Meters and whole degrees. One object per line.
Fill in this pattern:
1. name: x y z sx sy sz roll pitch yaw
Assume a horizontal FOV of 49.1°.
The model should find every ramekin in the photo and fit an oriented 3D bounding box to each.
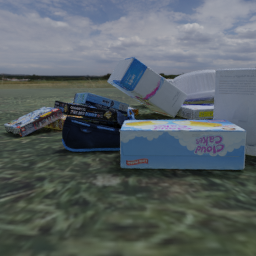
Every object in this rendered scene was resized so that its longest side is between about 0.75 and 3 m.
1. ramekin: 3.299 -1.827 13.270 2.768 1.289 2.768 -8 -4 -1

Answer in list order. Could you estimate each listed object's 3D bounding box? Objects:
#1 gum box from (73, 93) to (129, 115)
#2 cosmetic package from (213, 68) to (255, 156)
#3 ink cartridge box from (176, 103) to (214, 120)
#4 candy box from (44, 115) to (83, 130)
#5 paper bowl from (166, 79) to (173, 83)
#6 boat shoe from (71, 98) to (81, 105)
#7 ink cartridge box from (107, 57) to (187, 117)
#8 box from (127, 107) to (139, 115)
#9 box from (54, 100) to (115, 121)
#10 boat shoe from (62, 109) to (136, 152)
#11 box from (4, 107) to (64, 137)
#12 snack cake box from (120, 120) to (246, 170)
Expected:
1. gum box: -1.154 -0.998 11.443 1.739 0.456 2.046 14 -1 -23
2. cosmetic package: 2.736 -0.350 5.740 1.695 1.700 1.045 9 13 38
3. ink cartridge box: 3.060 -0.729 11.590 2.201 0.517 2.176 -1 9 -18
4. candy box: -2.124 -0.198 8.796 1.301 0.360 0.751 8 13 40
5. paper bowl: 2.038 -2.028 15.974 2.904 1.510 2.904 0 10 0
6. boat shoe: -2.162 -1.076 12.584 0.694 0.801 1.878 2 10 14
7. ink cartridge box: 0.751 -1.619 11.372 2.702 1.144 1.953 29 0 -20
8. box: -0.154 -0.740 12.279 0.785 0.274 1.319 -4 8 -22
9. box: -1.607 -0.615 10.085 1.705 0.427 1.718 7 4 -30
10. boat shoe: -0.203 0.029 6.122 2.395 0.822 1.008 -4 11 -23
11. box: -2.689 -0.214 8.055 0.945 0.275 1.381 9 31 43
12. snack cake box: 0.921 0.260 5.166 2.067 0.695 1.189 0 9 3
